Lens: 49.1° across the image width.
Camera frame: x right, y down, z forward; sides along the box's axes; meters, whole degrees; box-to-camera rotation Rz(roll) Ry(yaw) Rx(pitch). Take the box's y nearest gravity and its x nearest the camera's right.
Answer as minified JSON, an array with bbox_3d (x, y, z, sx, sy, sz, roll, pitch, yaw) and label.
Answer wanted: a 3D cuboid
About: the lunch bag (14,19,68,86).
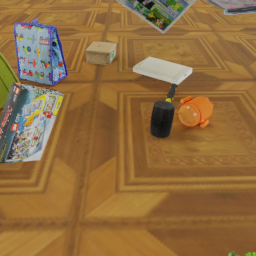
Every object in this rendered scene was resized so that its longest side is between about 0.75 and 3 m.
[{"bbox_3d":[-3.131,-2.715,9.786,1.562,2.075,0.976,14,39,19],"label":"lunch bag"}]

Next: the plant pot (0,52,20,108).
[{"bbox_3d":[-4.378,-1.218,8.134,1.882,1.955,1.955,-36,48,-24],"label":"plant pot"}]

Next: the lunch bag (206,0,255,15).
[{"bbox_3d":[2.551,-2.898,5.657,1.431,1.073,1.688,10,14,38],"label":"lunch bag"}]

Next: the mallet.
[{"bbox_3d":[1.190,-0.854,8.227,0.585,0.937,2.844,12,38,11],"label":"mallet"}]

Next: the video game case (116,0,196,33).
[{"bbox_3d":[0.978,-4.883,9.395,2.888,2.633,0.318,26,49,-26],"label":"video game case"}]

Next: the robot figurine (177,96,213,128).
[{"bbox_3d":[1.911,-0.459,7.902,1.172,0.843,0.683,-28,24,-33],"label":"robot figurine"}]

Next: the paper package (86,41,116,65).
[{"bbox_3d":[-1.099,-3.122,11.617,1.062,0.577,1.114,7,36,10],"label":"paper package"}]

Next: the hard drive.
[{"bbox_3d":[1.315,-2.218,10.660,1.887,0.252,1.245,22,42,28],"label":"hard drive"}]

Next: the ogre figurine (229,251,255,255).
[{"bbox_3d":[2.026,2.372,4.200,1.155,0.567,0.692,40,32,23],"label":"ogre figurine"}]

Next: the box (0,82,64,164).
[{"bbox_3d":[-1.379,-0.045,3.844,0.204,1.081,0.738,31,14,29],"label":"box"}]
